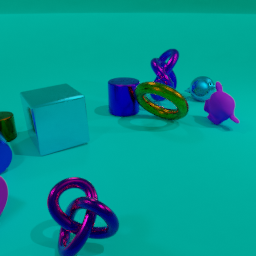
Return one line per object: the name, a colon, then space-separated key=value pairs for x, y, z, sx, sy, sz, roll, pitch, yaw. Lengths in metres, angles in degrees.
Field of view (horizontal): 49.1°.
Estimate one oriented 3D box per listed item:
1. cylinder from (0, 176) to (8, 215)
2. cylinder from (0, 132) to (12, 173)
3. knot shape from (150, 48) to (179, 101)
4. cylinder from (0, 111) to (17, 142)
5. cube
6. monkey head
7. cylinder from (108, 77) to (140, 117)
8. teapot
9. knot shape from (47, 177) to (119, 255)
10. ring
cylinder: x=-2.913 y=1.195 z=5.000 sx=1.039 sy=1.039 sz=1.039 roll=12 pitch=27 yaw=25
cylinder: x=-3.294 y=0.531 z=6.560 sx=0.925 sy=0.925 sz=0.925 roll=-15 pitch=28 yaw=-30
knot shape: x=1.381 y=-1.903 z=10.721 sx=0.944 sy=1.913 sz=2.044 roll=9 pitch=41 yaw=13
cylinder: x=-3.618 y=-0.037 z=8.069 sx=0.707 sy=0.707 sz=0.707 roll=0 pitch=25 yaw=0
cube: x=-2.018 y=-0.297 z=7.745 sx=1.391 sy=1.391 sz=1.391 roll=-16 pitch=29 yaw=-26
monkey head: x=3.109 y=-0.677 z=9.113 sx=1.129 sy=0.946 sz=1.570 roll=2 pitch=60 yaw=-36
cylinder: x=-0.145 y=-1.119 z=9.917 sx=1.123 sy=1.123 sz=1.123 roll=0 pitch=24 yaw=0
teapot: x=2.945 y=-1.566 z=11.189 sx=1.590 sy=0.988 sz=0.778 roll=-4 pitch=6 yaw=30
knot shape: x=-0.796 y=1.323 z=4.425 sx=1.223 sy=1.145 sz=0.565 roll=-34 pitch=-19 yaw=17
ring: x=1.038 y=-0.830 z=8.849 sx=1.833 sy=1.833 sz=0.367 roll=15 pitch=68 yaw=30
